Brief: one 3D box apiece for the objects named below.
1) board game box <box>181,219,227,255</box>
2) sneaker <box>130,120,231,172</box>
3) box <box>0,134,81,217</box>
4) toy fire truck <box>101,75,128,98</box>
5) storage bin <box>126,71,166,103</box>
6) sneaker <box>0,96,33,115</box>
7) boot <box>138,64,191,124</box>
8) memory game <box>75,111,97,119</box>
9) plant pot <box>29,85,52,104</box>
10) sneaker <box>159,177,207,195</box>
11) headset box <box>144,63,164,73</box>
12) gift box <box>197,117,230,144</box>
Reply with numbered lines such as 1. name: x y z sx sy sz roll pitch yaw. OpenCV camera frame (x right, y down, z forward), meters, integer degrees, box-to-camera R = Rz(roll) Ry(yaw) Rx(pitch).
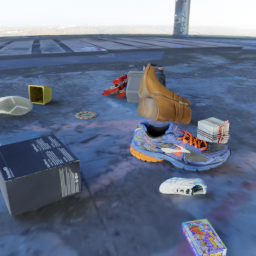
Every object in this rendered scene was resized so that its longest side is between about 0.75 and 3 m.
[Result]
1. board game box: 1.344 1.985 5.032 0.508 0.169 0.756 -5 24 -11
2. sneaker: 1.348 0.426 7.522 2.719 1.066 1.024 7 25 15
3. box: -2.144 0.970 6.463 1.560 0.892 1.713 -13 26 -30
4. toy fire truck: -0.590 -1.881 13.417 1.288 0.860 1.534 -17 15 26
5. storage bin: 0.721 -1.667 12.495 1.743 1.268 1.170 7 52 15
6. sneaker: -4.880 -0.941 11.115 2.176 0.765 0.872 -4 21 -7
7. boot: 1.419 -1.289 10.564 1.962 0.969 2.527 10 50 -8
8. memory game: -1.653 -0.516 10.999 0.832 0.053 0.832 0 24 0
9. plant pot: -3.855 -1.543 12.557 0.787 0.792 0.810 8 16 19
10. sneaker: 1.242 1.338 6.290 1.060 0.381 0.384 -3 23 -2
11. headset box: 1.288 -2.653 14.354 0.985 1.325 0.497 0 23 -2
12. gift box: 2.707 0.093 8.691 0.829 0.765 0.774 -19 27 -24
